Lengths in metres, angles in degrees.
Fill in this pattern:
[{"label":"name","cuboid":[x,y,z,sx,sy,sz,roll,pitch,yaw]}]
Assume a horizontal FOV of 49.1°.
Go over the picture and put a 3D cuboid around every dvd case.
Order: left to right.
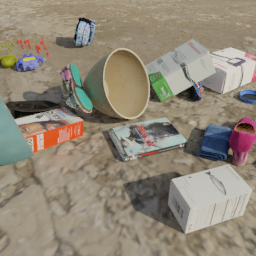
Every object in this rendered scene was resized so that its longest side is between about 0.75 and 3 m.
[{"label":"dvd case","cuboid":[0.698,0.353,10.281,2.432,0.268,1.776,-12,37,-16]}]

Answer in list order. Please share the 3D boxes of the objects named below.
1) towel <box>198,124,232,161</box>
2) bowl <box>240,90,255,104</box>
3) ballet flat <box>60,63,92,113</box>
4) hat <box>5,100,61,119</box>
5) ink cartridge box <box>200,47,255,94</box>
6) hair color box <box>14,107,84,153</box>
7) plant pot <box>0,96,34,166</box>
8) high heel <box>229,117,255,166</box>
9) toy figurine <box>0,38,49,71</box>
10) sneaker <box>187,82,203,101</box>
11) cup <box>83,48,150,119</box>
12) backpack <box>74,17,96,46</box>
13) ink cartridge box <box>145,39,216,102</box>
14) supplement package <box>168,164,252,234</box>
[{"label":"towel","cuboid":[3.122,0.498,9.937,0.967,0.420,1.732,13,36,20]},{"label":"bowl","cuboid":[5.685,-1.417,12.844,1.059,0.208,1.059,0,35,0]},{"label":"ballet flat","cuboid":[-2.051,-1.370,10.667,0.883,0.858,2.481,-35,60,21]},{"label":"hat","cuboid":[-3.701,-0.523,10.856,2.169,0.875,2.169,3,13,-1]},{"label":"ink cartridge box","cuboid":[4.989,-2.986,14.197,2.862,1.207,2.072,-22,41,-28]},{"label":"hair color box","cuboid":[-2.939,0.044,10.003,2.387,0.763,1.324,-22,40,-40]},{"label":"plant pot","cuboid":[-4.393,0.175,8.754,1.739,2.582,2.582,-30,44,-20]},{"label":"high heel","cuboid":[4.040,0.022,9.793,0.914,1.302,2.713,10,37,30]},{"label":"toy figurine","cuboid":[-5.621,-3.781,15.247,2.763,1.458,1.655,-14,43,-17]},{"label":"sneaker","cuboid":[3.222,-1.805,13.061,0.674,0.647,1.719,4,37,-2]},{"label":"cup","cuboid":[-0.698,-1.672,11.461,1.964,2.746,2.746,-3,27,40]},{"label":"backpack","cuboid":[-2.894,-6.166,18.372,1.213,1.646,1.803,14,38,-10]},{"label":"ink cartridge box","cuboid":[2.293,-2.678,12.844,2.754,1.144,2.019,-28,34,10]},{"label":"supplement package","cuboid":[2.128,1.850,7.464,1.800,1.056,1.052,-12,37,-16]}]
